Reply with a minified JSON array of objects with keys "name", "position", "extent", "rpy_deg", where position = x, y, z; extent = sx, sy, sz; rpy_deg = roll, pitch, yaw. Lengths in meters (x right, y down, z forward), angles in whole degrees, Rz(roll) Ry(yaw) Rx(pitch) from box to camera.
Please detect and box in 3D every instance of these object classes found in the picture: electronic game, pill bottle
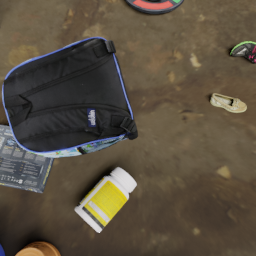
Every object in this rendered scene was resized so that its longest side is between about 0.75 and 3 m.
[{"name":"electronic game","position":[1.005,-5.295,10.747],"extent":[2.469,0.514,2.469],"rpy_deg":[0,63,0]},{"name":"pill bottle","position":[-0.522,1.742,6.983],"extent":[0.849,0.849,1.486],"rpy_deg":[38,70,17]}]

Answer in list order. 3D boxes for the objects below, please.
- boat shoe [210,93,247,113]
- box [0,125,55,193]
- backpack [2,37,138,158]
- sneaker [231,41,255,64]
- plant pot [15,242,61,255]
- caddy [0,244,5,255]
[{"name":"boat shoe","position":[3.082,-0.784,8.546],"extent":[1.109,0.349,0.405],"rpy_deg":[20,65,10]},{"name":"box","position":[-3.066,0.789,7.616],"extent":[1.994,0.509,1.573],"rpy_deg":[10,64,2]},{"name":"backpack","position":[-1.417,-0.553,7.183],"extent":[2.884,2.119,2.639],"rpy_deg":[-16,82,1]},{"name":"sneaker","position":[4.168,-2.476,9.299],"extent":[1.445,0.555,0.605],"rpy_deg":[4,59,3]},{"name":"plant pot","position":[-2.129,3.131,6.312],"extent":[1.130,0.791,1.130],"rpy_deg":[0,62,0]},{"name":"caddy","position":[-3.723,3.422,5.789],"extent":[1.972,1.465,2.790],"rpy_deg":[-7,63,-3]}]
